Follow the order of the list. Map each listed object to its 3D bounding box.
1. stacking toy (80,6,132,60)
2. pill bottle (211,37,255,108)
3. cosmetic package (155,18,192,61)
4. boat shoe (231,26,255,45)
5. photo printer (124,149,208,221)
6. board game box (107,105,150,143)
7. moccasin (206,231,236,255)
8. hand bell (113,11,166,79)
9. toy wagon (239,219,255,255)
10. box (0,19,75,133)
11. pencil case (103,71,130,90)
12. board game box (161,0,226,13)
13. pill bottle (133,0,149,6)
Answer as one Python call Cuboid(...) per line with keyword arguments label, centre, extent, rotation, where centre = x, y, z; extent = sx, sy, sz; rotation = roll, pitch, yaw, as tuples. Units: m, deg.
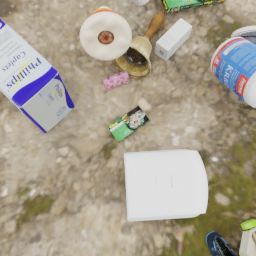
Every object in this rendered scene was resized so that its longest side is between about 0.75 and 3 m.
Cuboid(label="stacking toy", centre=(-0.749, -3.330, 8.925), extent=(1.551, 1.551, 2.123), rotation=(-7, 48, -2))
Cuboid(label="pill bottle", centre=(3.934, -1.581, 8.623), extent=(1.544, 1.544, 2.751), rotation=(-25, 44, -7))
Cuboid(label="cosmetic package", centre=(1.665, -3.228, 10.279), extent=(0.590, 0.748, 1.391), rotation=(40, 76, 12))
Cuboid(label="boat shoe", centre=(4.922, -3.011, 10.152), extent=(2.245, 0.838, 1.041), rotation=(1, 68, 0))
Cuboid(label="photo printer", centre=(1.190, 1.750, 8.786), extent=(2.560, 0.889, 2.130), rotation=(-3, 74, 0))
Cuboid(label="board game box", centre=(0.019, -0.145, 9.720), extent=(1.344, 0.158, 0.704), rotation=(-33, 79, -9))
Cuboid(label="moccasin", centre=(2.954, 4.062, 8.250), extent=(0.793, 0.672, 1.971), rotation=(-34, 77, -9))
Cuboid(label="hand bell", centre=(0.702, -3.350, 10.237), extent=(1.490, 1.490, 2.862), rotation=(25, 64, 7))
Cuboid(label="toy wagon", centre=(3.956, 3.674, 7.893), extent=(2.840, 0.562, 2.204), rotation=(-11, 69, -26))
Cuboid(label="box", centre=(-3.321, -1.534, 8.838), extent=(2.796, 2.571, 1.467), rotation=(42, 78, 11))
Cuboid(label="pencil case", centre=(-0.423, -1.699, 10.030), extent=(0.967, 0.400, 0.418), rotation=(-20, 57, -6))
Cuboid(label="board game box", centre=(2.449, -5.321, 10.867), extent=(2.639, 0.310, 1.383), rotation=(-16, 78, -15))
Cuboid(label="pill bottle", centre=(0.115, -5.002, 9.493), extent=(0.950, 1.716, 0.950), rotation=(-13, 64, 29))
